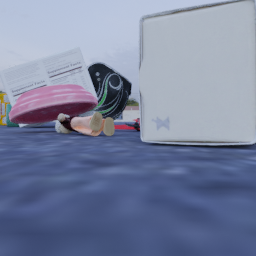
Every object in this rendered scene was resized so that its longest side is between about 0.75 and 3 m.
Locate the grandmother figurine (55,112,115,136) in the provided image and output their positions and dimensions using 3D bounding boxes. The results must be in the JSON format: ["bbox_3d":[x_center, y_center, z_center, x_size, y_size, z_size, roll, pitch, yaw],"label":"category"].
[{"bbox_3d":[-0.632,-0.039,3.552,0.604,0.302,0.997,33,-22,-34],"label":"grandmother figurine"}]

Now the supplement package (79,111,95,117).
[{"bbox_3d":[-1.230,-0.276,8.509,0.464,0.465,0.793,-1,3,-3],"label":"supplement package"}]

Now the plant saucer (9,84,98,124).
[{"bbox_3d":[-1.161,-0.374,4.373,1.347,0.341,1.347,-14,-4,-1],"label":"plant saucer"}]

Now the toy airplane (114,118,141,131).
[{"bbox_3d":[0.274,-0.064,5.026,1.243,0.229,1.243,2,2,0],"label":"toy airplane"}]

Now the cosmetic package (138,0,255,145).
[{"bbox_3d":[0.866,-0.372,2.695,0.826,0.978,1.893,1,3,28],"label":"cosmetic package"}]

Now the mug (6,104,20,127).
[{"bbox_3d":[-3.240,-0.414,8.135,0.496,0.802,0.659,1,-39,-18],"label":"mug"}]

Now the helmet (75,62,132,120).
[{"bbox_3d":[-1.207,-1.212,10.507,2.374,2.263,2.374,31,3,-2],"label":"helmet"}]

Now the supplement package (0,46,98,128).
[{"bbox_3d":[-2.032,-1.020,7.873,2.007,1.429,2.577,-20,3,-6],"label":"supplement package"}]

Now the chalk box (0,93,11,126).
[{"bbox_3d":[-4.344,-0.694,11.036,1.195,1.204,1.928,0,0,-1],"label":"chalk box"}]
